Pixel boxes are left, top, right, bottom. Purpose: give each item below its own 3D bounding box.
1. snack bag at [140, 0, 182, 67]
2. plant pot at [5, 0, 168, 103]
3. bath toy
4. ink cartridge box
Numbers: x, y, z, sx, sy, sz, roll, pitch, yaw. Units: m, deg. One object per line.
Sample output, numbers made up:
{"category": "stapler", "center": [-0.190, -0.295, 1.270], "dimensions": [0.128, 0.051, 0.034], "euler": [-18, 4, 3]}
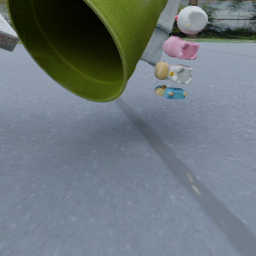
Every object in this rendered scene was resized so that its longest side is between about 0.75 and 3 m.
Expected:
{"category": "snack bag", "center": [0.662, -3.302, 8.637], "dimensions": [0.276, 2.579, 2.432], "euler": [29, 16, 37]}
{"category": "plant pot", "center": [-0.527, -2.559, 6.186], "dimensions": [2.902, 2.902, 2.794], "euler": [15, 55, 34]}
{"category": "bath toy", "center": [1.049, -1.585, 5.924], "dimensions": [0.820, 1.885, 0.697], "euler": [7, 22, -18]}
{"category": "ink cartridge box", "center": [-3.939, -2.955, 6.872], "dimensions": [2.574, 0.540, 1.536], "euler": [51, 22, 24]}
